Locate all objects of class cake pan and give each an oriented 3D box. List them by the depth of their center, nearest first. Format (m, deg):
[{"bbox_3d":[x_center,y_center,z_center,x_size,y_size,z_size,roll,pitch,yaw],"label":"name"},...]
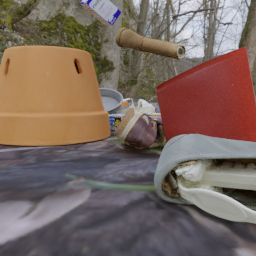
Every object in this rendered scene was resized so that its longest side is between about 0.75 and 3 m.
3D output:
[{"bbox_3d":[-1.430,-1.118,12.845,2.446,0.449,2.446,-2,33,1],"label":"cake pan"}]

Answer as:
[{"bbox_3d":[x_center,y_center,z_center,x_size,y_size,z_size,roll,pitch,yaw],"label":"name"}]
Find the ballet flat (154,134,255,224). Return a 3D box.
[{"bbox_3d":[1.257,0.477,2.124,2.218,0.747,0.706,2,34,27],"label":"ballet flat"}]

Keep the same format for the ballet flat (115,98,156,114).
[{"bbox_3d":[0.380,-1.011,13.877,2.802,0.973,0.973,-1,6,-14],"label":"ballet flat"}]

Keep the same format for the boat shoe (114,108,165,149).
[{"bbox_3d":[0.313,0.113,5.278,0.758,0.760,2.106,32,0,7],"label":"boat shoe"}]

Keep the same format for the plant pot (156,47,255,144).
[{"bbox_3d":[1.385,-0.342,5.107,1.487,1.687,1.686,-10,4,14],"label":"plant pot"}]

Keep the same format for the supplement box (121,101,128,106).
[{"bbox_3d":[-1.231,-1.065,15.048,2.355,0.810,0.784,0,5,-14],"label":"supplement box"}]

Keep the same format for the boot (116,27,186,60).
[{"bbox_3d":[0.717,-2.537,8.496,1.767,0.584,1.548,21,19,24],"label":"boot"}]

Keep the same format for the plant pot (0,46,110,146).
[{"bbox_3d":[-1.859,-0.787,6.763,2.891,2.023,2.891,1,5,0],"label":"plant pot"}]

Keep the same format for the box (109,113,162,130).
[{"bbox_3d":[0.253,-0.231,8.873,2.221,0.443,1.521,-5,8,-37],"label":"box"}]

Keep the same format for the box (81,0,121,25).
[{"bbox_3d":[-0.661,-2.895,6.755,0.792,0.416,0.729,33,6,-28],"label":"box"}]

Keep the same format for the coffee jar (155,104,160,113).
[{"bbox_3d":[1.966,-0.931,13.870,0.786,0.643,1.508,31,18,21],"label":"coffee jar"}]
